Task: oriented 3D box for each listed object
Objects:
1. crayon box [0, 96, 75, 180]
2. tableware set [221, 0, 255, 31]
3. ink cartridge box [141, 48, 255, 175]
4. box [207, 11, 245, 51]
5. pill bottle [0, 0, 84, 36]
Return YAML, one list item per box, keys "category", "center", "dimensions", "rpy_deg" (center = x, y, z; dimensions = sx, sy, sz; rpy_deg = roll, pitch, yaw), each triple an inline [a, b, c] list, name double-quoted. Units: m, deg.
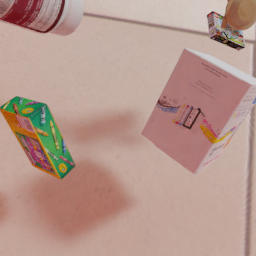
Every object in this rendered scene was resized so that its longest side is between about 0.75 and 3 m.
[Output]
- category: "crayon box"
  center: [-1.748, 0.210, 5.520]
  dimensions: [0.948, 1.597, 0.465]
  rpy_deg: [15, 46, 35]
- category: "tableware set"
  center: [2.865, -2.824, 5.582]
  dimensions: [2.228, 0.258, 1.861]
  rpy_deg: [5, 102, -13]
- category: "ink cartridge box"
  center: [1.450, -0.337, 5.431]
  dimensions: [1.347, 1.863, 1.371]
  rpy_deg: [38, 27, 26]
- category: "box"
  center: [2.246, -2.198, 6.393]
  dimensions: [1.084, 0.188, 0.596]
  rpy_deg: [6, 74, -35]
- category: "pill bottle"
  center: [-2.156, -2.807, 5.864]
  dimensions: [1.387, 2.430, 1.387]
  rpy_deg: [1, 93, 32]
